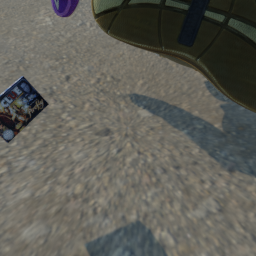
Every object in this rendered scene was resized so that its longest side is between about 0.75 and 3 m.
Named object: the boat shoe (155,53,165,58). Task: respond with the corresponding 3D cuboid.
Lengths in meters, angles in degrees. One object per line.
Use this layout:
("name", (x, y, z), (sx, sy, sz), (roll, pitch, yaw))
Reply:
("boat shoe", (1.280, -2.956, 8.418), (0.822, 0.899, 2.405), (23, 55, 21))

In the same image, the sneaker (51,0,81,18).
("sneaker", (-1.871, -4.334, 8.067), (1.108, 2.747, 1.146), (26, 55, -4))

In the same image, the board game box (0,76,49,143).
("board game box", (-2.268, -0.377, 5.607), (0.198, 0.774, 1.142), (4, 49, 53))

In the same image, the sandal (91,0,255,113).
("sandal", (0.721, -0.804, 2.493), (2.183, 0.877, 0.589), (26, 12, 8))
